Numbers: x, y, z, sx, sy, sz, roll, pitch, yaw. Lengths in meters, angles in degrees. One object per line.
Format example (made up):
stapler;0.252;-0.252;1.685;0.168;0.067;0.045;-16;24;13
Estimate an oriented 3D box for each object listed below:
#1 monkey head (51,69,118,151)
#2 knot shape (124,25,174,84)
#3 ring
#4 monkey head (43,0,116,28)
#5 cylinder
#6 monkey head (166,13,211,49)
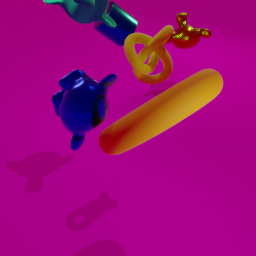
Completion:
monkey head;-0.582;-0.356;4.129;0.803;1.332;0.959;41;26;22
knot shape;0.388;-1.408;5.373;1.137;1.215;0.562;-6;30;-42
ring;0.449;-0.223;4.089;1.983;1.983;0.397;-32;91;-32
monkey head;-0.989;-2.746;6.201;1.753;1.056;1.261;16;48;-15
cylinder;-0.394;-3.328;9.002;1.027;1.027;1.027;28;30;-29
monkey head;2.030;-3.440;9.963;1.672;1.203;1.008;-10;25;-5
